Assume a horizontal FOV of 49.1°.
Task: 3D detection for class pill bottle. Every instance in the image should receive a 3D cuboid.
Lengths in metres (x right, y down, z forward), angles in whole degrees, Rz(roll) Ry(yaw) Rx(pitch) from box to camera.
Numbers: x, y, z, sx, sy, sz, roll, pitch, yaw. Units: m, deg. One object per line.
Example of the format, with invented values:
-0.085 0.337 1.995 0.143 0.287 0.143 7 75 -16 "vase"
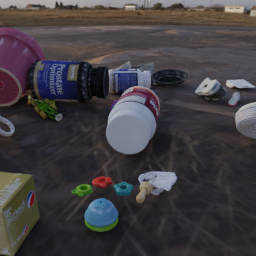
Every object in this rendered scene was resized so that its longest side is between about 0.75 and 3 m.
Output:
0.059 -1.983 11.777 1.706 0.987 0.987 -2 25 -3 "pill bottle"
-2.152 -1.759 10.615 2.748 1.537 1.537 2 25 6 "pill bottle"
0.177 -0.270 7.690 1.271 1.271 2.226 4 25 9 "pill bottle"

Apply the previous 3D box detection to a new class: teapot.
-3.997 -0.053 7.397 1.596 1.575 1.165 -39 77 -23 "teapot"

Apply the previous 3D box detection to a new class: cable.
3.628 -0.179 7.346 1.545 0.535 1.545 1 -22 35 "cable"

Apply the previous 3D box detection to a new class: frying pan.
1.540 -2.124 12.783 2.737 0.445 1.655 -29 39 -31 "frying pan"

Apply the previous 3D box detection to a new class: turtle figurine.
-3.198 -0.906 10.041 1.000 0.399 1.240 9 -6 7 "turtle figurine"

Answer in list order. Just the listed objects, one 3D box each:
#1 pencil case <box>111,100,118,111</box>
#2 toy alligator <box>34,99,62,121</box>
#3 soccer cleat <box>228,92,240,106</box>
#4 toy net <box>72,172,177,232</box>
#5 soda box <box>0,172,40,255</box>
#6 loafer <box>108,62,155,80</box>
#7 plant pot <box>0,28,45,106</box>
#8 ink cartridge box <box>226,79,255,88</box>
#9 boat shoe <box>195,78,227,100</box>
0.137 -0.773 9.532 1.432 0.662 0.610 -21 33 -37 "pencil case"
-2.594 -0.504 9.310 0.548 0.397 1.654 -41 48 -16 "toy alligator"
4.016 -1.116 10.610 0.316 0.390 0.904 14 29 29 "soccer cleat"
0.020 1.251 5.483 2.053 0.396 1.077 -13 25 -29 "toy net"
-2.995 1.277 4.677 2.799 0.948 0.896 4 25 10 "soda box"
-0.037 -2.761 13.550 2.679 0.935 0.937 -4 25 -9 "loafer"
-4.645 -2.145 10.671 2.595 2.595 2.322 -1 40 -3 "plant pot"
5.028 -1.888 12.532 0.852 0.299 1.049 -4 33 -9 "ink cartridge box"
3.244 -1.442 11.005 0.710 0.788 2.229 38 11 -6 "boat shoe"
